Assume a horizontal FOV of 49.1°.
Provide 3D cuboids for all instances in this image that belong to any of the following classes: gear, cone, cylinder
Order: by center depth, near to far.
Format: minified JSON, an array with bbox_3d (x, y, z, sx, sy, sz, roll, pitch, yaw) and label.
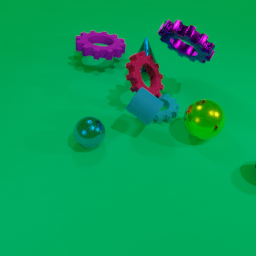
[{"bbox_3d":[0.488,-0.623,8.058,0.801,0.801,0.801,37,53,2],"label":"cylinder"},{"bbox_3d":[1.818,-2.675,8.779,1.824,1.824,0.337,30,89,26],"label":"gear"},{"bbox_3d":[0.562,-1.631,8.971,0.290,1.570,1.570,-14,32,42],"label":"gear"},{"bbox_3d":[1.024,-0.685,9.230,1.285,0.238,1.285,0,45,0],"label":"gear"},{"bbox_3d":[0.638,-2.749,10.320,1.184,1.189,1.184,2,22,-1],"label":"cone"},{"bbox_3d":[-1.061,-3.228,10.857,1.924,0.356,1.924,6,39,-5],"label":"gear"}]

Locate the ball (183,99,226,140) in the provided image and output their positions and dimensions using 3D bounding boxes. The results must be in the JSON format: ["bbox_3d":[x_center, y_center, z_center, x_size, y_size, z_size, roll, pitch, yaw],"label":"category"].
[{"bbox_3d":[2.221,-0.253,8.168,1.188,1.188,1.188,0,46,0],"label":"ball"}]

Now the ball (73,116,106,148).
[{"bbox_3d":[-1.096,0.117,7.997,0.907,0.907,0.907,0,46,0],"label":"ball"}]
